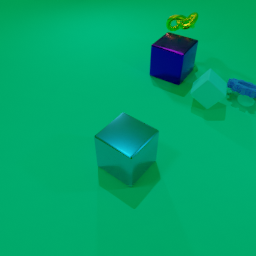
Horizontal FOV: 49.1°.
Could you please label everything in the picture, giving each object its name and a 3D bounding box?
[{"bbox_3d":[3.649,-1.222,8.625,1.159,0.214,1.159,12,26,-6],"label":"gear"},{"bbox_3d":[2.008,-3.730,9.830,1.155,0.534,1.081,-17,21,-27],"label":"knot shape"},{"bbox_3d":[1.520,-2.349,9.419,1.161,1.161,1.161,25,49,24],"label":"cube"},{"bbox_3d":[-0.024,0.488,6.534,1.059,1.059,1.059,28,51,26],"label":"cube"},{"bbox_3d":[2.383,-1.148,8.255,0.721,0.721,0.721,39,42,-11],"label":"cube"}]
